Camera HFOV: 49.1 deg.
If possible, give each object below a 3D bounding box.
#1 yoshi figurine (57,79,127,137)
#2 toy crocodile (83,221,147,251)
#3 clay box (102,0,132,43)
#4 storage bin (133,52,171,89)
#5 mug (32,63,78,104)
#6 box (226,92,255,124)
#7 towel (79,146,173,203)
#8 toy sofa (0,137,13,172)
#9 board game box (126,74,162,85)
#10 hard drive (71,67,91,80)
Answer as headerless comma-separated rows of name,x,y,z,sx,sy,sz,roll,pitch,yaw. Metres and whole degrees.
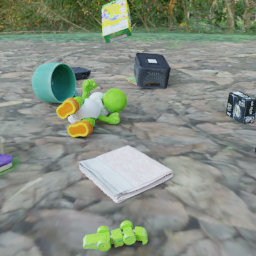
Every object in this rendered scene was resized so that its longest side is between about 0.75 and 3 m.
yoshi figurine,-0.866,-0.683,8.562,1.433,1.438,2.559,24,26,14
toy crocodile,-0.185,1.656,4.200,0.974,0.301,0.329,-9,25,-9
clay box,-0.268,-2.493,6.438,0.631,0.262,1.099,-13,57,15
storage bin,1.081,-2.737,13.206,1.412,0.979,2.088,3,32,-8
mug,-2.808,-1.574,10.639,1.120,1.811,1.488,6,46,25
box,3.656,-0.675,9.060,0.416,0.792,0.967,-6,24,-13
towel,-0.076,0.887,6.037,1.485,0.251,1.555,-16,28,-34
toy sofa,-3.658,0.659,5.501,1.274,1.082,2.612,10,25,24
board game box,0.901,-2.398,13.852,1.907,0.286,0.911,-12,28,-33
hard drive,-3.186,-2.783,14.516,2.208,0.467,1.489,-16,28,-33
